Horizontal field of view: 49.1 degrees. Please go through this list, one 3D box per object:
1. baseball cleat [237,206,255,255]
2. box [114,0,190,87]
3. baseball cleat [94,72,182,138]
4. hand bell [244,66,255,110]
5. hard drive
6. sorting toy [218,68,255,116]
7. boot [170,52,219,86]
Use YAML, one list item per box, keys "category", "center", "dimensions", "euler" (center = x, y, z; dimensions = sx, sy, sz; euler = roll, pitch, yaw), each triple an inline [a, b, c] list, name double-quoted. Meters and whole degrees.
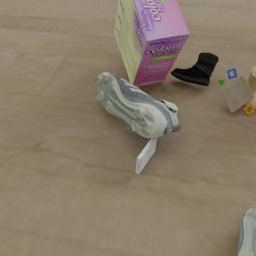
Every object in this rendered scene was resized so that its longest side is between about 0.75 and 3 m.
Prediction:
- category: "baseball cleat"
  center: [2.198, 2.288, 5.069]
  dimensions: [0.757, 1.156, 2.172]
  euler: [28, 27, 24]
- category: "box"
  center: [0.558, -2.890, 8.556]
  dimensions: [1.232, 2.549, 2.242]
  euler: [-13, 73, -12]
- category: "baseball cleat"
  center: [0.261, -0.637, 7.749]
  dimensions: [1.568, 1.027, 2.946]
  euler: [-3, 37, -37]
- category: "hand bell"
  center: [4.014, -1.987, 7.928]
  dimensions: [1.431, 2.749, 1.431]
  euler: [-4, 46, 4]
- category: "hard drive"
  center: [0.457, 0.648, 6.886]
  dimensions: [0.118, 0.584, 0.885]
  euler: [23, 47, 19]
- category: "sorting toy"
  center: [3.181, -0.996, 8.251]
  dimensions: [0.854, 1.517, 0.207]
  euler: [-33, 10, -8]
- category: "boot"
  center: [2.192, -2.025, 9.255]
  dimensions: [1.379, 0.519, 1.031]
  euler: [17, 89, 14]
